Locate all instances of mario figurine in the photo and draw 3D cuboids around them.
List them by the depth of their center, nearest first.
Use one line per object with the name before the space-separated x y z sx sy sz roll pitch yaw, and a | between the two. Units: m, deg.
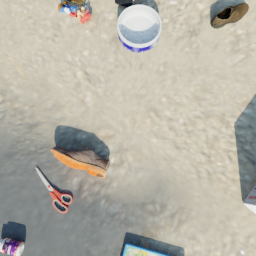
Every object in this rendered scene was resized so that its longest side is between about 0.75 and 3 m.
mario figurine | -1.942 -4.473 10.536 1.279 0.678 0.790 25 80 6

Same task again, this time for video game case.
video game case | 0.535 5.398 8.914 2.048 0.255 2.862 15 80 2

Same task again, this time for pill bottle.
pill bottle | -3.822 3.857 9.103 0.783 0.440 0.440 14 80 3

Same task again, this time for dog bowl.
dog bowl | 0.410 -3.668 10.393 1.624 0.640 1.624 0 79 0

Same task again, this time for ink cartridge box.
ink cartridge box | 5.054 1.736 8.749 1.094 1.886 2.604 38 82 8

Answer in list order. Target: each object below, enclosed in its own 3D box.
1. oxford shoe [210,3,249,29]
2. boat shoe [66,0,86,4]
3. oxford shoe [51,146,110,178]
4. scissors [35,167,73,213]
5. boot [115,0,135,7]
oxford shoe | 3.920 -4.303 10.507 1.588 0.670 0.577 -30 79 -7
boat shoe | -2.104 -5.006 10.855 0.935 0.293 0.343 25 106 7
oxford shoe | -1.614 1.006 9.585 2.042 0.728 0.744 23 64 -2
scissors | -2.674 2.149 9.576 1.841 0.128 0.673 38 84 5
boot | -0.708 -5.727 10.757 2.670 0.998 1.294 30 65 2
